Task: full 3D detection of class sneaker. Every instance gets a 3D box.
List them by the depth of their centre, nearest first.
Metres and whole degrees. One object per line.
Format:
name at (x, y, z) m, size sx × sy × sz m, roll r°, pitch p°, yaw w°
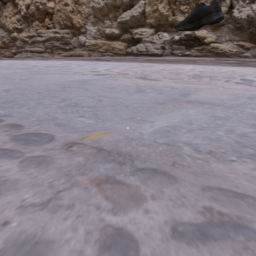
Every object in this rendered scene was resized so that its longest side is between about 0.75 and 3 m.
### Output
sneaker at (2.801, -4.458, 11.211) m, size 2.073 × 0.941 × 0.787 m, roll -5°, pitch 8°, yaw 39°
